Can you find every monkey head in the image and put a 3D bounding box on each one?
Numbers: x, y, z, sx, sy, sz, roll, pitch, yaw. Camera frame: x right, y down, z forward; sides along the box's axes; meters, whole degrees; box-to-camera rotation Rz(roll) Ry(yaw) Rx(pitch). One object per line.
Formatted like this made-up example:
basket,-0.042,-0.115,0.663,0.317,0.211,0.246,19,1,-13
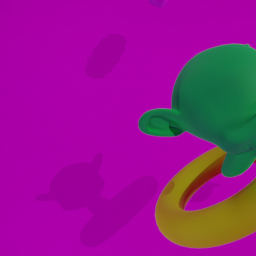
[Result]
monkey head,0.963,-0.160,2.836,1.752,1.260,1.056,-34,56,-28

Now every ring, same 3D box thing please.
ring,1.252,0.765,3.760,2.040,2.040,0.408,-36,97,-15

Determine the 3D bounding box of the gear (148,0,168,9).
gear,0.864,-3.223,5.425,0.308,1.664,1.664,23,67,2
